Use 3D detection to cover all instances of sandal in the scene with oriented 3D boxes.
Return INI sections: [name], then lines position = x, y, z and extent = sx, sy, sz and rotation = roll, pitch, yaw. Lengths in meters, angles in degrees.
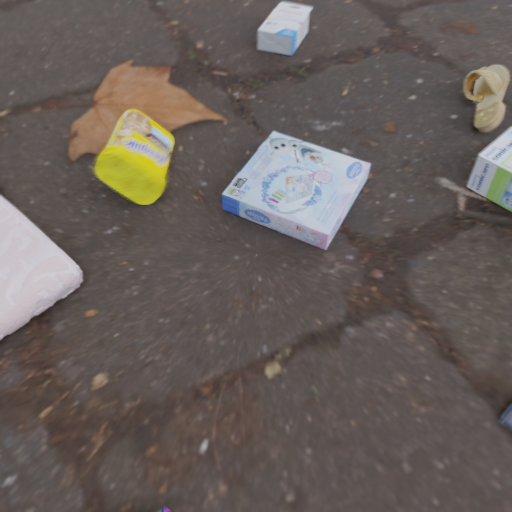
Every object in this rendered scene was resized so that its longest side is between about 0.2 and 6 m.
[sandal]
position = 4.831, -3.622, 11.966
extent = 0.744, 0.830, 2.263
rotation = 35, 50, -23

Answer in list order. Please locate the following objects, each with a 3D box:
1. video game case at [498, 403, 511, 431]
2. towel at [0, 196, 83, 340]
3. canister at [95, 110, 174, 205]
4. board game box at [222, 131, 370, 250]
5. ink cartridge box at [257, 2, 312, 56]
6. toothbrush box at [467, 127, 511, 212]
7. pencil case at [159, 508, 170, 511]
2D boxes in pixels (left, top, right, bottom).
[video game case]
position = 4.226, 2.373, 7.519
extent = 1.093, 0.145, 1.531
rotation = -35, 59, -26
[towel]
position = -5.618, 0.471, 8.777
extent = 4.080, 0.688, 4.271
rotation = 35, 58, 27
[canister]
position = -2.188, -1.875, 10.381
extent = 1.220, 0.711, 1.642
rotation = 34, 35, -24
[board game box]
position = 0.771, -1.288, 10.392
extent = 2.075, 0.452, 2.085
rotation = 22, 53, 18
[ink cartridge box]
position = 0.744, -5.718, 14.075
extent = 0.919, 0.541, 1.596
rotation = 17, 52, 14
[toothbrush box]
position = 5.165, -1.408, 10.249
extent = 1.421, 0.840, 1.952
rotation = -36, 57, -27
[pencil case]
position = -1.602, 3.475, 6.230
extent = 1.597, 0.738, 0.680
rotation = -20, 14, -14
